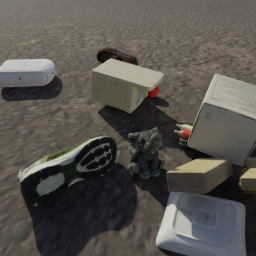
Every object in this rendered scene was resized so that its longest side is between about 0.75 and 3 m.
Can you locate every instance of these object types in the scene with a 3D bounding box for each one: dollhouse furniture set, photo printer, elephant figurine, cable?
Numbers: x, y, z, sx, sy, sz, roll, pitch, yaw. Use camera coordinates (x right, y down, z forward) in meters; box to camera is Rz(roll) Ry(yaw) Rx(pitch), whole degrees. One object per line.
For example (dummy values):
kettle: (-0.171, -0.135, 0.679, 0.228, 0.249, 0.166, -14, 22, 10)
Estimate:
dollhouse furniture set: (2.211, 1.684, 5.367, 2.397, 1.953, 2.280, -6, 0, 35)
photo printer: (-4.214, -2.372, 11.925, 2.190, 0.761, 1.822, -3, 31, -6)
elephant figurine: (0.478, 0.413, 6.737, 1.108, 1.428, 1.010, 20, 37, 29)
cable: (2.201, 0.310, 7.764, 1.916, 0.482, 0.930, 12, 23, 21)

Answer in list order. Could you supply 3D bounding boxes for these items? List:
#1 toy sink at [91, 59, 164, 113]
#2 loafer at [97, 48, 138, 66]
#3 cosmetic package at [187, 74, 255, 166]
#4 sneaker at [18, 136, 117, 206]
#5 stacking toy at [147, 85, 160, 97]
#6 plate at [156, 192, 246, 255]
toy sink: (-0.027, -1.419, 9.837, 2.170, 1.216, 1.414, 19, 36, 16)
loafer: (-0.649, -3.285, 13.359, 2.244, 0.820, 0.797, 17, 34, 26)
cosmetic package: (2.741, -0.394, 7.733, 1.522, 1.284, 2.944, 22, 29, 13)
sneaker: (-1.448, 0.774, 6.723, 2.661, 1.023, 1.179, -21, 26, -36)
stacking toy: (0.366, -1.707, 10.919, 1.924, 0.821, 0.821, 22, 38, 23)
plate: (1.506, 1.836, 5.542, 1.613, 0.261, 1.609, 10, 34, 16)
